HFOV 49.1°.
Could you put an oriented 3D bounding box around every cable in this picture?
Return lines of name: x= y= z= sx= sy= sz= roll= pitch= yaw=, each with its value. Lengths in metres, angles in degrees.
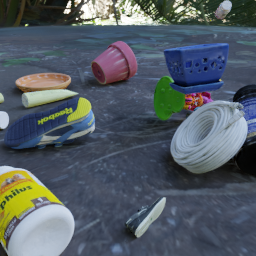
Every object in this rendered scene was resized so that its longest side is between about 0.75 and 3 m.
cable: x=2.088 y=0.197 z=7.457 sx=0.730 sy=2.108 sz=2.109 roll=38 pitch=6 yaw=-18

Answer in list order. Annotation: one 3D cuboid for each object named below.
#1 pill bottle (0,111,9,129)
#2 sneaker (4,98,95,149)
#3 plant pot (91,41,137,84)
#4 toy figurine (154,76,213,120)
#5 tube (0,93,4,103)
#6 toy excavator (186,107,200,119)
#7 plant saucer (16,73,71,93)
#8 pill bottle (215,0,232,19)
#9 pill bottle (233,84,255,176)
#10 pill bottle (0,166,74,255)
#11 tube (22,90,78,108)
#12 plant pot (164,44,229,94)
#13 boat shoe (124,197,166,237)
pill bottle: x=-4.945 y=-0.311 z=9.886 sx=1.249 sy=0.708 sz=0.708 roll=5 pitch=26 yaw=10
sneaker: x=-2.390 y=0.104 z=8.771 sx=2.958 sy=1.217 sz=1.094 roll=-16 pitch=54 yaw=5
plant pot: x=-0.846 y=-3.329 z=15.010 sx=1.869 sy=2.088 sz=2.088 roll=-33 pitch=38 yaw=-25
toy figurine: x=2.348 y=-1.073 z=10.564 sx=2.023 sy=1.650 sz=2.198 roll=0 pitch=6 yaw=-21
tube: x=-6.133 y=-1.024 z=11.781 sx=1.725 sy=0.448 sz=0.500 roll=-31 pitch=0 yaw=-39
toy excavator: x=2.868 y=-0.380 z=9.879 sx=1.445 sy=1.405 sz=0.722 roll=-45 pitch=43 yaw=-19
plant saucer: x=-4.250 y=-2.237 z=14.215 sx=2.684 sy=0.502 sz=2.684 roll=0 pitch=24 yaw=0
pill bottle: x=3.845 y=-4.763 z=11.281 sx=0.452 sy=0.452 sz=0.797 roll=0 pitch=-3 yaw=-1
pill bottle: x=3.571 y=-0.057 z=7.773 sx=1.424 sy=1.424 sz=2.546 roll=5 pitch=44 yaw=10
pill bottle: x=-2.061 y=1.546 z=5.401 sx=1.178 sy=1.178 sz=2.157 roll=-21 pitch=32 yaw=-37
tube: x=-3.445 y=-1.406 z=12.452 sx=2.402 sy=0.624 sz=0.697 roll=-20 pitch=70 yaw=-42
plant pot: x=2.057 y=-1.820 z=8.611 sx=1.509 sy=1.357 sz=1.509 roll=-9 pitch=17 yaw=-9
boat shoe: x=0.405 y=1.757 z=5.850 sx=0.394 sy=0.418 sz=1.165 roll=24 pitch=36 yaw=32
